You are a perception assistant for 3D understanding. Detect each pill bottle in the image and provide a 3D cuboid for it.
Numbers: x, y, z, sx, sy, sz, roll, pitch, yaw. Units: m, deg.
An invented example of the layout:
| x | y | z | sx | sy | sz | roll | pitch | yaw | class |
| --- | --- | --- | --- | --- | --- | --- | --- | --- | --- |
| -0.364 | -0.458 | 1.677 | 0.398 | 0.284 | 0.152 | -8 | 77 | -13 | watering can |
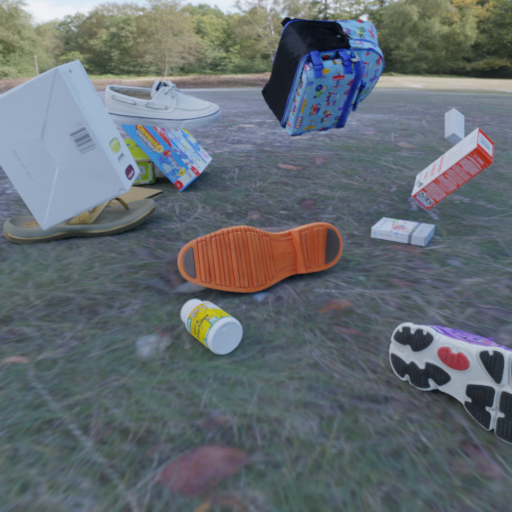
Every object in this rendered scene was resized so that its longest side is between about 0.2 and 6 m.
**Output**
| x | y | z | sx | sy | sz | roll | pitch | yaw | class |
| --- | --- | --- | --- | --- | --- | --- | --- | --- | --- |
| -0.685 | 0.990 | 8.129 | 0.554 | 0.554 | 0.983 | -14 | 26 | -32 | pill bottle |

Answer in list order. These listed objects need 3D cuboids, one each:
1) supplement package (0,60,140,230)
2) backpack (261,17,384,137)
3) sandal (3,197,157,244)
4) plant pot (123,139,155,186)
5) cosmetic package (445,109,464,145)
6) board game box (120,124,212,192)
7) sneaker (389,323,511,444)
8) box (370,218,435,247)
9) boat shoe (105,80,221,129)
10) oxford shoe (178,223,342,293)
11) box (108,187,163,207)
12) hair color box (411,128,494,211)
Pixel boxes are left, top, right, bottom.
| x | y | z | sx | sy | sz | roll | pitch | yaw | class |
| --- | --- | --- | --- | --- | --- | --- | --- | --- | --- |
| -2.998 | -1.706 | 8.604 | 1.544 | 1.983 | 1.100 | -23 | 23 | 9 | supplement package |
| 1.629 | -3.840 | 12.007 | 2.481 | 2.265 | 1.669 | -13 | 60 | -24 | backpack |
| -3.928 | -1.020 | 12.727 | 3.448 | 0.931 | 1.385 | -9 | 23 | -22 | sandal |
| -3.611 | -2.750 | 16.776 | 1.188 | 1.182 | 1.078 | -8 | 37 | -16 | plant pot |
| 4.588 | -2.984 | 12.955 | 0.379 | 0.748 | 0.266 | 26 | -32 | -26 | cosmetic package |
| -2.603 | -3.372 | 16.827 | 0.711 | 2.491 | 2.545 | -38 | 14 | 18 | board game box |
| 2.838 | 1.342 | 6.692 | 1.072 | 1.036 | 2.571 | -8 | 22 | -34 | sneaker |
| 3.273 | -0.546 | 12.480 | 1.193 | 0.246 | 0.930 | 11 | 24 | 27 | box |
| -2.069 | -3.413 | 12.391 | 2.573 | 0.898 | 0.912 | 4 | 35 | 3 | boat shoe |
| -0.015 | 0.016 | 10.241 | 3.209 | 1.144 | 1.170 | -5 | 3 | -29 | oxford shoe |
| -3.717 | -1.633 | 15.307 | 1.826 | 0.194 | 1.493 | 10 | 24 | 22 | box |
| 3.664 | -1.603 | 10.460 | 0.481 | 1.505 | 0.835 | 42 | 41 | -10 | hair color box |
